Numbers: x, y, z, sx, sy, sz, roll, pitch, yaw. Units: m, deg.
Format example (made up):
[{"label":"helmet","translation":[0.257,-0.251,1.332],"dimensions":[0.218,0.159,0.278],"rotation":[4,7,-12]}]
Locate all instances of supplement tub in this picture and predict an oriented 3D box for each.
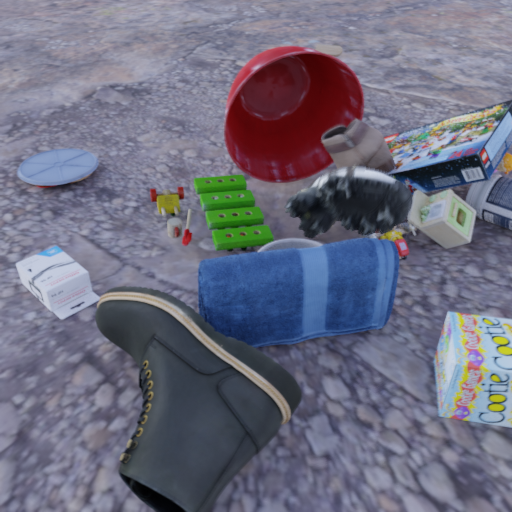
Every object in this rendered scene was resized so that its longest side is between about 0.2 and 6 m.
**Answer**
[{"label":"supplement tub","translation":[5.297,-1.117,11.833],"dimensions":[1.429,1.003,1.003],"rotation":[28,45,33]}]

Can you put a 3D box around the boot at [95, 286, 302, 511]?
[{"label":"boot","translation":[-1.473,1.889,7.645],"dimensions":[3.493,1.353,2.416],"rotation":[21,46,27]}]

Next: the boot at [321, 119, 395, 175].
[{"label":"boot","translation":[1.840,-1.972,11.436],"dimensions":[1.902,1.391,0.668],"rotation":[-30,32,40]}]

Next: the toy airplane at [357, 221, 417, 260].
[{"label":"toy airplane","translation":[2.607,-0.438,11.135],"dimensions":[1.059,0.751,1.064],"rotation":[15,40,20]}]

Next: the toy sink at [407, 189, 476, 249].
[{"label":"toy sink","translation":[3.684,-0.799,11.037],"dimensions":[1.169,0.655,0.762],"rotation":[32,63,-22]}]

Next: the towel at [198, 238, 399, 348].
[{"label":"towel","translation":[0.661,0.642,8.826],"dimensions":[3.148,1.757,0.764],"rotation":[-7,38,-9]}]

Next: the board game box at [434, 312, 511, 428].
[{"label":"board game box","translation":[3.775,1.679,7.984],"dimensions":[2.156,1.110,1.131],"rotation":[6,37,8]}]

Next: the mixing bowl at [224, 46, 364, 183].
[{"label":"mixing bowl","translation":[0.649,-3.466,12.781],"dimensions":[3.225,3.225,1.747],"rotation":[-9,46,-11]}]

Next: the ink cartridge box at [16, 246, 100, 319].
[{"label":"ink cartridge box","translation":[-3.579,0.458,10.143],"dimensions":[1.455,0.494,0.844],"rotation":[31,46,34]}]

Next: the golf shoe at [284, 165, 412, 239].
[{"label":"golf shoe","translation":[1.806,-1.194,10.124],"dimensions":[1.506,1.239,3.187],"rotation":[-39,19,-21]}]

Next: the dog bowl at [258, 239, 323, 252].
[{"label":"dog bowl","translation":[0.741,0.338,10.274],"dimensions":[1.848,0.542,1.848],"rotation":[0,36,0]}]

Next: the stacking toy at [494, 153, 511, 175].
[{"label":"stacking toy","translation":[5.036,-2.234,12.471],"dimensions":[1.313,1.389,2.393],"rotation":[-22,21,3]}]

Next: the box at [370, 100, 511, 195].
[{"label":"box","translation":[3.687,-2.144,11.955],"dimensions":[3.251,0.613,2.220],"rotation":[-8,33,48]}]

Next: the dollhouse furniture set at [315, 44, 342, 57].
[{"label":"dollhouse furniture set","translation":[2.211,-4.624,15.974],"dimensions":[1.373,1.811,2.066],"rotation":[14,65,20]}]

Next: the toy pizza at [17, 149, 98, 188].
[{"label":"toy pizza","translation":[-4.850,-2.130,13.786],"dimensions":[1.905,0.302,1.905],"rotation":[0,35,0]}]

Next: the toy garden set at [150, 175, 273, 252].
[{"label":"toy garden set","translation":[-1.034,-0.802,11.857],"dimensions":[2.170,0.520,2.604],"rotation":[-7,38,-13]}]
